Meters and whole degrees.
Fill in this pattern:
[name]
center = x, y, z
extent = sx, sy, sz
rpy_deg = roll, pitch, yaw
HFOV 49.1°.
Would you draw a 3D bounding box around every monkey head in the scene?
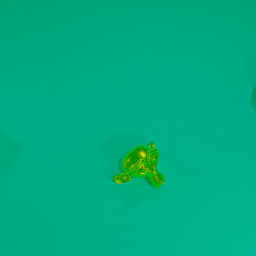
[monkey head]
center = 0.358, 0.881, 6.285
extent = 1.352, 0.814, 0.972
rpy_deg = -41, 106, -24
